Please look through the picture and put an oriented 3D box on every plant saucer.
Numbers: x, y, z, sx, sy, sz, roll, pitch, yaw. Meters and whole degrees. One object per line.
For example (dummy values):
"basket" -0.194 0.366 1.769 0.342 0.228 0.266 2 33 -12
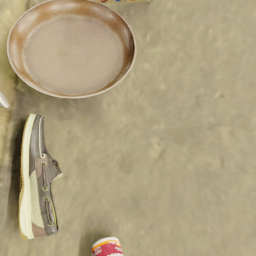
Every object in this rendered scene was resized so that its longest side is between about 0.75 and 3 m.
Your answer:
"plant saucer" -1.308 -1.912 6.767 2.984 0.479 2.984 3 66 -7

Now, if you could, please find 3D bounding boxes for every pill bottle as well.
"pill bottle" -0.360 3.086 6.127 0.669 0.669 1.185 -22 49 -2

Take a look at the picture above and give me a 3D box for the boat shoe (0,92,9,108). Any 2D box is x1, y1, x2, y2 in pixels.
"boat shoe" -3.354 -0.780 6.893 0.400 0.322 0.862 -29 124 0

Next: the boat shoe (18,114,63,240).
"boat shoe" -2.008 1.090 6.583 0.925 1.045 2.855 1 87 -11

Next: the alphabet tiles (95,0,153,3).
"alphabet tiles" 0.148 -3.283 6.402 2.325 1.935 0.074 -8 94 -14
